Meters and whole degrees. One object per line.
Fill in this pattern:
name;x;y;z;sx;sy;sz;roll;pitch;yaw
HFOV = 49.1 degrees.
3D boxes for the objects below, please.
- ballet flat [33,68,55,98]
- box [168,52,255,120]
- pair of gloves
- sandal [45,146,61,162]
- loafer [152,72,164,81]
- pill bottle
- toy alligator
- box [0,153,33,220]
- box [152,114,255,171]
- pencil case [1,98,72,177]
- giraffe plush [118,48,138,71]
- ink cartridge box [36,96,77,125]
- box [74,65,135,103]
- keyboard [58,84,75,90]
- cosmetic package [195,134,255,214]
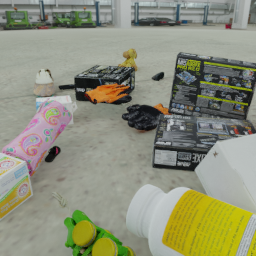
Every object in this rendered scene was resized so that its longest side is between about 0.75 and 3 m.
ballet flat;-3.915;-2.201;12.964;0.970;0.959;2.851;-7;25;-16
box;2.750;-1.258;9.238;2.583;2.069;0.572;12;27;15
pair of gloves;0.042;-0.806;9.788;2.692;0.333;2.399;34;33;21
sandal;-2.014;0.655;7.528;0.295;0.177;0.785;2;24;4
loafer;1.641;-2.814;15.079;0.381;0.384;1.055;9;24;30
pill bottle;1.139;1.619;4.109;2.309;1.204;1.204;17;29;32
toy alligator;-0.669;1.814;4.440;2.401;0.712;0.651;22;73;40
box;-2.944;1.059;5.744;1.703;0.863;0.958;13;29;26
box;2.074;0.363;7.558;2.698;0.671;2.128;4;24;9
pencil case;-2.219;0.182;6.940;0.945;0.945;2.162;7;43;15
giraffe plush;0.121;-4.168;17.003;1.541;1.249;1.330;-22;32;-40
ink cartridge box;-2.386;-0.570;9.484;1.296;0.812;0.833;-6;25;-14
box;-0.938;-1.986;12.355;1.994;1.048;2.435;6;25;14
keyboard;-2.641;-1.998;13.508;1.305;0.167;0.784;-11;20;-21
cosmetic package;2.861;0.851;5.300;2.683;1.138;1.444;-9;58;-19
